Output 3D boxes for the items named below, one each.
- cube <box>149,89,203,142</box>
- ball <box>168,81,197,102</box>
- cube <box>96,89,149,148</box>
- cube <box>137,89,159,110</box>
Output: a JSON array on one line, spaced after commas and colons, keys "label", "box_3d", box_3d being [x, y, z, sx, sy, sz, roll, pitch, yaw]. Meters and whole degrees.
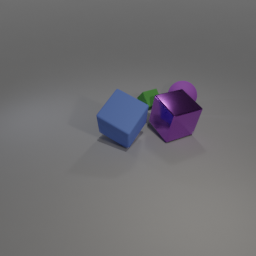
[{"label": "cube", "box_3d": [1.880, -0.522, 11.338, 1.400, 1.400, 1.400, -15, 48, -25]}, {"label": "ball", "box_3d": [2.617, -1.571, 13.510, 1.400, 1.400, 1.400, 0, 30, 0]}, {"label": "cube", "box_3d": [-0.200, -0.336, 10.647, 1.400, 1.400, 1.400, 30, 67, 13]}, {"label": "cube", "box_3d": [0.926, -1.190, 12.079, 0.700, 0.700, 0.700, -17, -9, -23]}]
